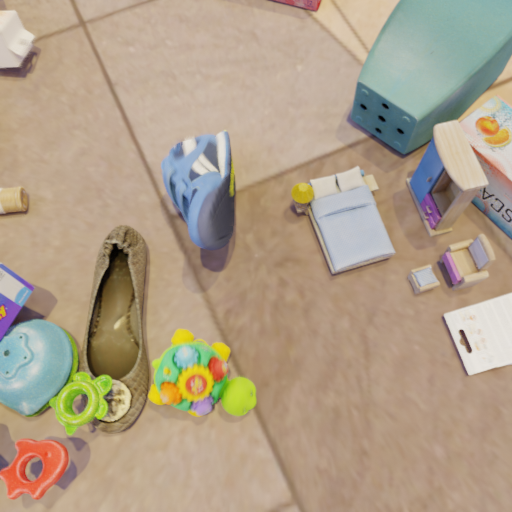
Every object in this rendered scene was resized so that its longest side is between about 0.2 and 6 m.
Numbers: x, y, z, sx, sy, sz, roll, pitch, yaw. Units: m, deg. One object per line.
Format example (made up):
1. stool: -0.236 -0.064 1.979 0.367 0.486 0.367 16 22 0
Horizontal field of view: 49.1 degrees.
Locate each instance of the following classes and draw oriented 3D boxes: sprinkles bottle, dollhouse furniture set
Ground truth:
1. sprinkles bottle: -4.137 -0.817 8.571 1.165 0.398 0.398 -7 68 -3
2. dollhouse furniture set: 1.853 -0.496 7.844 2.307 1.505 2.178 -15 68 -5

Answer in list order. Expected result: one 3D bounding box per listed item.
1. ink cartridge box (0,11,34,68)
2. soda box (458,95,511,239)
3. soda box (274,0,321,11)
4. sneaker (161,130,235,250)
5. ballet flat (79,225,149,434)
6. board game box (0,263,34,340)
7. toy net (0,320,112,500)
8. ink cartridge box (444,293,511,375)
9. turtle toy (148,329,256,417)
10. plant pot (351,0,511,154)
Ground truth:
1. ink cartridge box: -4.386 -3.643 9.425 1.071 0.670 0.688 1 52 10
2. soda box: 4.175 -0.819 8.195 1.007 1.083 3.168 -36 72 -14
3. soda box: -0.413 -5.664 10.086 3.616 1.266 1.146 17 69 7
4. sneaker: -0.846 -0.925 8.020 1.048 0.942 2.548 -3 36 1
5. ballet flat: -1.926 0.904 7.704 0.983 0.676 2.918 1 68 0
6. board game box: -4.907 0.743 7.272 3.363 0.753 2.261 16 67 23
7. toy net: -3.612 2.726 6.863 2.172 0.800 4.141 35 76 20
8. ink cartridge box: 3.351 1.106 7.899 1.154 0.289 0.936 -18 69 3
9. turtle toy: -0.672 1.626 7.235 1.428 0.722 1.040 23 88 -16
10. plant pot: 2.705 -2.991 8.831 1.750 1.751 2.478 39 79 14
